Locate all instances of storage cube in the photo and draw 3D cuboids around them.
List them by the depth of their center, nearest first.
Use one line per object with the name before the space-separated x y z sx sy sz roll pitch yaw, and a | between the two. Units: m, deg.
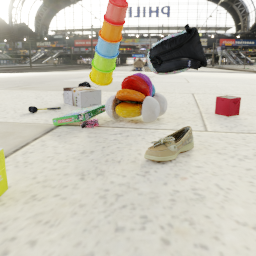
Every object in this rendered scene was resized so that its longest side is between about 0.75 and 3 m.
storage cube | 5.021 -1.119 14.088 0.875 0.920 1.024 -9 18 -32

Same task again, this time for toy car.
toy car | 0.416 -1.486 13.066 2.499 2.141 2.855 6 16 23

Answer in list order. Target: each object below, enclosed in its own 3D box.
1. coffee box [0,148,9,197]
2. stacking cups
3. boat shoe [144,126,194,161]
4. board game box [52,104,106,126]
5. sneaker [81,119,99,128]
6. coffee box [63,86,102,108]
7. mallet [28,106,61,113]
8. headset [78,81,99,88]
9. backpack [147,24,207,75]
coffee box | -3.178 1.015 5.714 0.995 1.006 1.004 1 15 4
stacking cups | -0.610 -2.614 8.823 0.882 2.916 0.882 8 53 -11
boat shoe | 1.264 0.456 8.469 0.815 0.697 2.224 11 18 37
board game box | -2.076 -0.623 12.666 1.594 0.345 2.369 -9 11 22
sneaker | -1.560 -0.126 11.589 0.784 0.310 0.374 -18 55 -14
coffee box | -2.807 -1.908 16.970 1.405 0.979 2.456 -11 18 -35
mallet | -4.486 -1.029 15.066 0.579 0.362 1.757 8 11 42
headset | -3.425 -3.311 21.796 2.701 1.269 1.668 -10 15 6
backpack | 2.019 -3.129 12.207 2.354 1.965 1.490 -19 0 2
